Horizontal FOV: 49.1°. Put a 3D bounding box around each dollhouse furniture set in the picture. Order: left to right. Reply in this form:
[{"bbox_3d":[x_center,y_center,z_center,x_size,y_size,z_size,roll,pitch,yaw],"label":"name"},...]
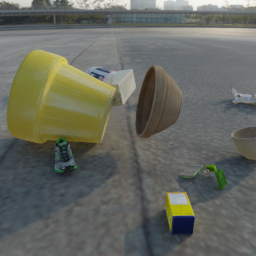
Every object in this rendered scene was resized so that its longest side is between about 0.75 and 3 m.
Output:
[{"bbox_3d":[2.017,1.305,7.483,1.146,0.442,0.573,-4,22,45],"label":"dollhouse furniture set"}]

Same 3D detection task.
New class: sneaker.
[{"bbox_3d":[-1.883,0.787,8.068,0.601,0.656,1.539,-10,26,-21],"label":"sneaker"}]

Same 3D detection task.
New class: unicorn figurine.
[{"bbox_3d":[5.553,-1.468,13.378,1.985,0.733,1.363,26,22,20],"label":"unicorn figurine"}]

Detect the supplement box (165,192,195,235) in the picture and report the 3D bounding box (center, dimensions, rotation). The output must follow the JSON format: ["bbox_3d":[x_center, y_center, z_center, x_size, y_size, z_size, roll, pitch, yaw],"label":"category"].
[{"bbox_3d":[1.089,1.799,5.973,0.454,0.457,0.835,0,24,-2],"label":"supplement box"}]

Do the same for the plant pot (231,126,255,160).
[{"bbox_3d":[3.804,0.486,8.435,1.180,0.792,1.180,-14,12,3],"label":"plant pot"}]

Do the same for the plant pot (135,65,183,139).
[{"bbox_3d":[0.997,-0.730,8.695,1.050,2.276,2.276,11,22,-9],"label":"plant pot"}]

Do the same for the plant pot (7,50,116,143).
[{"bbox_3d":[-1.977,-0.754,9.207,2.778,2.953,2.953,16,24,-3],"label":"plant pot"}]

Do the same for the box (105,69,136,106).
[{"bbox_3d":[-0.310,-1.580,10.772,0.700,0.855,1.801,-3,26,20],"label":"box"}]

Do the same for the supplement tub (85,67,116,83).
[{"bbox_3d":[-1.187,-2.249,14.048,1.453,1.453,2.070,-17,29,-34],"label":"supplement tub"}]
